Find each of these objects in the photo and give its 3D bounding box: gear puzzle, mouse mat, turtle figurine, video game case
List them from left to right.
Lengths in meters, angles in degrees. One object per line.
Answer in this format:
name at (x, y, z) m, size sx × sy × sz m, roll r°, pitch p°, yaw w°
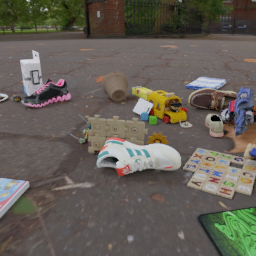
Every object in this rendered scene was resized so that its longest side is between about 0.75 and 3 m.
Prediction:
video game case at (-3.684, 1.639, 6.833) m, size 1.999 × 0.174 × 1.430 m, roll 5°, pitch 23°, yaw 11°
turtle figurine at (-1.381, 0.208, 9.586) m, size 0.958 × 0.988 × 0.711 m, roll 21°, pitch 63°, yaw 37°
gear puzzle at (-0.008, 0.263, 8.681) m, size 2.531 × 1.311 × 0.331 m, roll 5°, pitch 19°, yaw 10°
mouse mat at (2.675, 2.324, 5.319) m, size 1.951 × 0.091 × 2.425 m, roll -4°, pitch 22°, yaw -10°

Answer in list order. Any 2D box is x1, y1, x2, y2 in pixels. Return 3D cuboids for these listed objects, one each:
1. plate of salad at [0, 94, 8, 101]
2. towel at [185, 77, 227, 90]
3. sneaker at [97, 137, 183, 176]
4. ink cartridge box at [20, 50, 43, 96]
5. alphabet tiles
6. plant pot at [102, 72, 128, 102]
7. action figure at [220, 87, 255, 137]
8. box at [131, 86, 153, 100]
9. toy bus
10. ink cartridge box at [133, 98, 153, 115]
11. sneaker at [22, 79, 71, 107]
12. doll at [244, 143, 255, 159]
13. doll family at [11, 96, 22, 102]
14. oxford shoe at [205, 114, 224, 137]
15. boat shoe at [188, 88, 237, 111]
plate of salad at (-7.065, -1.600, 14.358) m, size 1.683 × 0.404 × 1.683 m, roll 0°, pitch 22°, yaw 0°
towel at (4.823, -2.725, 17.214) m, size 1.864 × 0.302 × 2.538 m, roll 13°, pitch 26°, yaw 31°
sneaker at (0.247, 0.977, 7.823) m, size 2.421 × 0.852 × 1.132 m, roll 10°, pitch 39°, yaw 21°
ink cartridge box at (-5.165, -2.897, 14.996) m, size 0.779 × 2.297 × 1.332 m, roll -13°, pitch 26°, yaw -29°
alphabet tiles at (2.581, 1.225, 7.954) m, size 1.898 × 0.086 × 2.270 m, roll 12°, pitch 25°, yaw 27°
plant pot at (-0.578, -2.003, 14.354) m, size 1.399 × 1.399 × 1.220 m, roll -5°, pitch 40°, yaw -12°
action figure at (4.818, -0.304, 10.725) m, size 2.600 × 1.406 × 2.687 m, roll 6°, pitch 48°, yaw 33°
box at (0.806, -1.891, 15.060) m, size 0.590 × 0.393 × 1.567 m, roll -11°, pitch 25°, yaw -26°
toy bus at (1.713, -0.944, 11.860) m, size 2.128 × 1.099 × 2.008 m, roll 5°, pitch 23°, yaw 13°
ink cartridge box at (0.698, -0.869, 12.295) m, size 0.853 × 0.692 × 0.214 m, roll 31°, pitch 2°, yaw 38°
sneaker at (-4.039, -1.789, 13.772) m, size 1.015 × 1.226 × 2.570 m, roll 23°, pitch 33°, yaw 40°
doll at (4.541, 1.022, 7.763) m, size 2.311 × 0.560 × 1.577 m, roll 22°, pitch 10°, yaw 40°
doll family at (-5.621, -1.498, 14.263) m, size 0.451 × 0.306 × 0.780 m, roll -8°, pitch 20°, yaw -6°
oxford shoe at (3.362, -0.274, 10.778) m, size 0.635 × 0.662 × 1.794 m, roll -2°, pitch 22°, yaw 5°
boat shoe at (4.125, -1.262, 12.919) m, size 2.629 × 0.948 × 0.946 m, roll 2°, pitch 20°, yaw -13°
